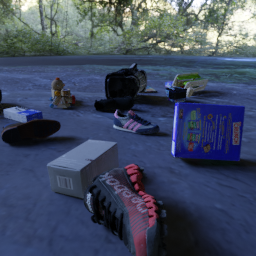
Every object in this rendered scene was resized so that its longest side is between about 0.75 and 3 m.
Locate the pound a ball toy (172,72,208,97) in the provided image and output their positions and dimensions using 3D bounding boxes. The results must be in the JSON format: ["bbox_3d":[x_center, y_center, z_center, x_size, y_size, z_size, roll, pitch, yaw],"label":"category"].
[{"bbox_3d":[3.854,-2.469,16.970,2.493,1.059,1.626,-15,49,-38],"label":"pound a ball toy"}]

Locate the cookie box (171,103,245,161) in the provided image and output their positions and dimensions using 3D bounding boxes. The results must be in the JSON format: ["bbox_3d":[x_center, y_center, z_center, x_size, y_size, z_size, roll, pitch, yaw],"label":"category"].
[{"bbox_3d":[2.196,0.095,7.826,1.796,1.536,0.675,4,6,2],"label":"cookie box"}]

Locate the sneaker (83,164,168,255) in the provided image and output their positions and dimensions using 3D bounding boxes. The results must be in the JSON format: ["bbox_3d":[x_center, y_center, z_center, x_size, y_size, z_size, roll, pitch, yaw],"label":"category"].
[{"bbox_3d":[-0.118,1.454,4.927,1.298,0.939,2.657,-3,16,-10],"label":"sneaker"}]

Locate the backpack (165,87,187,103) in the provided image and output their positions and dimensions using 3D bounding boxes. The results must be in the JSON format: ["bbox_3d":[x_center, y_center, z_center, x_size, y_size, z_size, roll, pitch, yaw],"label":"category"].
[{"bbox_3d":[2.511,-1.835,15.088,0.992,0.731,1.087,-11,22,-29],"label":"backpack"}]

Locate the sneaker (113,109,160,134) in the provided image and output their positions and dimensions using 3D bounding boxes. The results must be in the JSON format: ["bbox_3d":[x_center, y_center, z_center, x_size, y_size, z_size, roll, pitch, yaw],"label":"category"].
[{"bbox_3d":[0.278,-0.242,10.285,1.833,0.752,0.643,7,20,21],"label":"sneaker"}]

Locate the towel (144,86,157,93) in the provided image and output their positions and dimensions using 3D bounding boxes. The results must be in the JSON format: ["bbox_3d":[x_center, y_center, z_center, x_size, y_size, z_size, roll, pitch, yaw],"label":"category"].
[{"bbox_3d":[1.141,-2.453,17.860,1.067,0.158,1.456,-6,19,-14],"label":"towel"}]

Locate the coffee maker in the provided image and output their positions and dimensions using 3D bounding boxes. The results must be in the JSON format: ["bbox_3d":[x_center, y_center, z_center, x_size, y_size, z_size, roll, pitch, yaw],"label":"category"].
[{"bbox_3d":[-0.371,-2.346,15.636,2.546,1.785,2.651,-19,10,21],"label":"coffee maker"}]

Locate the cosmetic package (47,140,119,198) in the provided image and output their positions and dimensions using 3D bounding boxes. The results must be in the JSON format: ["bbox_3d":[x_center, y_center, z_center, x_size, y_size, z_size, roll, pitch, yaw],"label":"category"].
[{"bbox_3d":[-1.008,0.915,6.830,0.939,0.793,1.758,4,21,23],"label":"cosmetic package"}]

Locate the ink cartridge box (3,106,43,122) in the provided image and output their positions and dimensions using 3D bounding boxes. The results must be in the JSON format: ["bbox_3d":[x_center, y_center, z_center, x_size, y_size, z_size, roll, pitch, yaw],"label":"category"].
[{"bbox_3d":[-4.461,-0.573,11.881,1.665,0.368,0.783,13,23,35],"label":"ink cartridge box"}]

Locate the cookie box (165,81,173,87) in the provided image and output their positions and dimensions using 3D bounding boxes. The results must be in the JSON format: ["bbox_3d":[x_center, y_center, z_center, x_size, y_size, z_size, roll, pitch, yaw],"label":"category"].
[{"bbox_3d":[3.077,-2.990,19.220,0.812,0.305,0.695,-10,21,-27],"label":"cookie box"}]

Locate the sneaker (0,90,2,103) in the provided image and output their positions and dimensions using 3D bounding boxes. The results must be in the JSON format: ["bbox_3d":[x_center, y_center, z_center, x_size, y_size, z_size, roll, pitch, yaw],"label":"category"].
[{"bbox_3d":[-7.360,-1.341,13.416,1.209,1.103,2.986,-4,10,10],"label":"sneaker"}]

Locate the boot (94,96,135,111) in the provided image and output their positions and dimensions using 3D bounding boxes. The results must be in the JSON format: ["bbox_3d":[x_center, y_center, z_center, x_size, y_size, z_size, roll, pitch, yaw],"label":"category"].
[{"bbox_3d":[-0.694,-1.133,13.203,1.638,0.606,1.342,8,17,44],"label":"boot"}]

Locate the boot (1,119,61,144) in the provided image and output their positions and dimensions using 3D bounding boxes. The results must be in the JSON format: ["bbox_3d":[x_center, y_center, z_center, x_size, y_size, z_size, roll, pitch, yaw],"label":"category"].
[{"bbox_3d":[-3.406,-0.045,9.761,1.955,0.730,0.948,-12,24,-26],"label":"boot"}]

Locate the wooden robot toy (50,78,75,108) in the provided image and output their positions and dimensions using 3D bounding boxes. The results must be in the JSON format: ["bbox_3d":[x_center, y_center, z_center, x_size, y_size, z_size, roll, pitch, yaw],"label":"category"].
[{"bbox_3d":[-3.437,-1.958,14.490,1.314,1.353,2.981,-5,20,-14],"label":"wooden robot toy"}]
